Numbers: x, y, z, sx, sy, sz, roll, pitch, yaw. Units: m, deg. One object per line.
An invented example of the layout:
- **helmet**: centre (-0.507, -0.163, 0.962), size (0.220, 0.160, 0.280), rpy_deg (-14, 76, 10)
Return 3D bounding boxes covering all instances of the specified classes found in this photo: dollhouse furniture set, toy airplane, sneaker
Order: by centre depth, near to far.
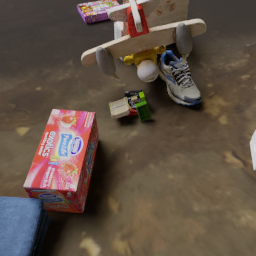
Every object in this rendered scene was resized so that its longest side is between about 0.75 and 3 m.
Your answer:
- **toy airplane**: centre (0.442, -2.327, 8.023), size (2.787, 2.799, 1.975), rpy_deg (-4, 77, -39)
- **dollhouse furniture set**: centre (0.052, -0.519, 8.221), size (1.090, 0.547, 0.714), rpy_deg (-19, 38, 4)
- **sneaker**: centre (1.557, -1.624, 8.791), size (0.865, 0.956, 2.244), rpy_deg (-19, 52, -16)

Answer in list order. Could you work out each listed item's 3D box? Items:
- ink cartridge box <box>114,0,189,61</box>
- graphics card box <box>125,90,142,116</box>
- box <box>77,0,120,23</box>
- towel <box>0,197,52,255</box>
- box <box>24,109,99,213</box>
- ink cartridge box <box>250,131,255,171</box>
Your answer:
- **ink cartridge box**: centre (0.848, -3.867, 9.765), size (2.812, 2.440, 0.612), rpy_deg (-25, 53, -20)
- **graphics card box**: centre (0.199, -0.768, 8.505), size (0.573, 0.232, 0.914), rpy_deg (-6, 49, 0)
- **box**: centre (-1.216, -5.195, 12.327), size (1.776, 0.347, 1.215), rpy_deg (-17, 51, -15)
- **towel**: centre (-2.608, 2.725, 5.134), size (1.648, 0.716, 2.952), rpy_deg (5, 50, 5)
- **box**: centre (-1.443, 0.714, 6.638), size (1.129, 1.081, 2.265), rpy_deg (4, 49, 4)
- **ink cartridge box**: centre (3.869, 0.502, 6.897), size (1.332, 0.973, 0.978), rpy_deg (8, 48, 7)
